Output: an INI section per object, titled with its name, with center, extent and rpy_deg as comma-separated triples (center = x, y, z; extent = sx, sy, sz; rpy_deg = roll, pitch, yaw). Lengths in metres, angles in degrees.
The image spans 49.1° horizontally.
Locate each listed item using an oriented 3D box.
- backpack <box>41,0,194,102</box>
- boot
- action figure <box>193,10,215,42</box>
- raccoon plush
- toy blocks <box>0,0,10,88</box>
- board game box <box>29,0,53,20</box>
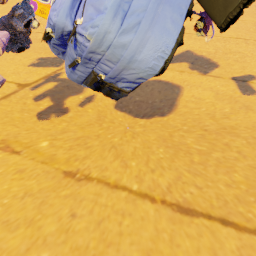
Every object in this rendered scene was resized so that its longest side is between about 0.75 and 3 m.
[backpack]
center = -0.214, -1.493, 4.219
extent = 1.862, 1.803, 2.219
rpy_deg = 20, -9, -22
[boot]
center = 1.924, -3.281, 7.169
extent = 0.903, 2.441, 2.000
rpy_deg = -32, 78, -38
[action figure]
center = 2.325, -3.229, 7.955
extent = 0.896, 0.806, 1.204
rpy_deg = 34, 71, -12
[raccoon plush]
center = -2.692, -2.238, 5.878
extent = 1.643, 1.101, 0.795
rpy_deg = 0, 55, -14
[toy blocks]
center = -2.733, -2.017, 5.119
extent = 2.166, 2.318, 1.951
rpy_deg = -24, 26, 50
[board game box]
center = -1.250, -3.605, 7.477
extent = 1.944, 1.943, 1.942
rpy_deg = 24, 15, 2
